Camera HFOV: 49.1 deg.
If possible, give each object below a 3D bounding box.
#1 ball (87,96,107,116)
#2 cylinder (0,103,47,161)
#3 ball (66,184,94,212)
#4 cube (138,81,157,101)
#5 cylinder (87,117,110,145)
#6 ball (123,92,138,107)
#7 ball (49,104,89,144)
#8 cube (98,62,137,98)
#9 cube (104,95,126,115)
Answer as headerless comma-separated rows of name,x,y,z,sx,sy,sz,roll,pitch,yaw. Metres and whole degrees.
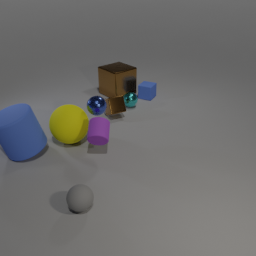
ball,-1.102,-0.784,9.845,0.700,0.700,0.700,0,29,0
cylinder,-3.612,0.131,9.284,1.400,1.400,1.400,-12,35,8
ball,-1.235,1.801,7.225,0.700,0.700,0.700,0,29,0
cube,0.952,-1.843,13.816,0.700,0.700,0.700,13,32,24
cylinder,-0.955,0.109,9.142,0.700,0.700,0.700,1,60,2
ball,0.099,-1.302,12.828,0.700,0.700,0.700,0,29,0
ball,-2.094,-0.140,10.003,1.400,1.400,1.400,0,29,0
cube,-0.529,-2.387,14.063,1.400,1.400,1.400,-23,37,-35
cube,-0.570,-0.955,11.910,0.700,0.700,0.700,-14,5,-22
